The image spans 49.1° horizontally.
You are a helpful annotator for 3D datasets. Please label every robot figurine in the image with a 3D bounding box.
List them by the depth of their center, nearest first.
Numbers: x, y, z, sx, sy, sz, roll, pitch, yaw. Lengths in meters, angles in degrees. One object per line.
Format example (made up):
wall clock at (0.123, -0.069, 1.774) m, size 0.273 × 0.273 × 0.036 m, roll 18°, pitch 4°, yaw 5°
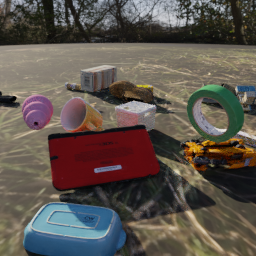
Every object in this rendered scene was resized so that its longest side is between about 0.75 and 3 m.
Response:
robot figurine at (2.595, 0.756, 8.150) m, size 2.120 × 0.617 × 1.537 m, roll -3°, pitch 22°, yaw -10°

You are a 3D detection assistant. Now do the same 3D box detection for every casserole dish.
casserole dish at (-1.052, 1.931, 5.484) m, size 2.055 × 0.399 × 1.245 m, roll 5°, pitch 22°, yaw 10°

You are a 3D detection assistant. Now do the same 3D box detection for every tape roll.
tape roll at (2.407, -0.389, 7.854) m, size 0.391 × 1.627 × 1.627 m, roll -29°, pitch 34°, yaw -30°

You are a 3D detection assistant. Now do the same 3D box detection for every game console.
game console at (-0.843, 0.871, 8.338) m, size 2.851 × 1.692 × 2.457 m, roll -7°, pitch 54°, yaw -15°

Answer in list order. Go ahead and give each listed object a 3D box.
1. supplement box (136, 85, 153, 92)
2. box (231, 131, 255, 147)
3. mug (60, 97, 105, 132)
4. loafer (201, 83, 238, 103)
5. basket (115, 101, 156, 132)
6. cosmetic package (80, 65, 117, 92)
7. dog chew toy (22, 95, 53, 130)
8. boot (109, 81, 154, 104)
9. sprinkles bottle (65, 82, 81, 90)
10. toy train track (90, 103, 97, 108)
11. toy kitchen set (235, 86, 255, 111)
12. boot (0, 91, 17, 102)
supplement box at (0.830, -2.014, 15.254) m, size 1.021 × 0.559 × 0.556 m, roll 0°, pitch 21°, yaw -2°
box at (4.040, 0.352, 9.627) m, size 0.275 × 0.295 × 1.422 m, roll -16°, pitch 27°, yaw -35°
mug at (-1.447, -0.189, 9.562) m, size 1.164 × 1.454 × 1.193 m, roll -29°, pitch -28°, yaw 21°
loafer at (4.900, -1.717, 13.938) m, size 2.776 × 0.967 × 1.044 m, roll 4°, pitch 22°, yaw 10°
basket at (0.286, -0.397, 10.630) m, size 1.169 × 0.940 × 1.158 m, roll 18°, pitch 28°, yaw 37°
cosmetic package at (-1.736, -3.038, 17.008) m, size 1.024 × 1.213 × 2.347 m, roll 15°, pitch 27°, yaw 29°
dog chew toy at (-2.597, -0.396, 8.021) m, size 0.896 × 0.896 × 1.438 m, roll -5°, pitch 27°, yaw -13°
boot at (-0.071, -1.749, 14.244) m, size 2.629 × 0.968 × 0.992 m, roll 17°, pitch 38°, yaw 32°
sprinkles bottle at (-3.285, -2.506, 16.786) m, size 1.038 × 0.354 × 0.354 m, roll 11°, pitch 24°, yaw 25°
toy train track at (-1.938, -1.021, 13.277) m, size 0.753 × 0.214 × 1.313 m, roll -23°, pitch 25°, yaw -32°
toy kitchen set at (5.576, -1.595, 12.791) m, size 0.872 × 1.185 × 1.480 m, roll 2°, pitch 55°, yaw 6°
boot at (-6.313, -1.608, 14.406) m, size 1.228 × 0.403 × 1.012 m, roll -1°, pitch 32°, yaw 10°
